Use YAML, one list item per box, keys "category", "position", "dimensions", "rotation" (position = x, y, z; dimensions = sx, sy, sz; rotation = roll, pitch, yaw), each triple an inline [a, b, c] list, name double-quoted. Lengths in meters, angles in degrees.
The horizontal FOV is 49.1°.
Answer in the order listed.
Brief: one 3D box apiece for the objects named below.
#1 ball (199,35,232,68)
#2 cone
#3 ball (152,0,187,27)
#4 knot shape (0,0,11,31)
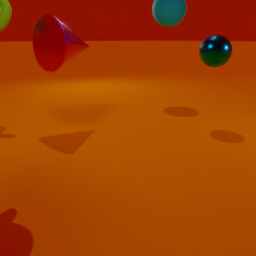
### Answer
- category: "ball"
  position: [2.508, -2.199, 8.035]
  dimensions: [0.912, 0.912, 0.912]
  rotation: [0, 19, 0]
- category: "cone"
  position: [-1.655, -2.361, 7.995]
  dimensions: [1.475, 1.475, 1.481]
  rotation: [15, 20, 37]
- category: "ball"
  position: [1.561, -4.504, 10.591]
  dimensions: [1.279, 1.279, 1.279]
  rotation: [0, 19, 0]
- category: "knot shape"
  position: [-4.215, -3.472, 8.203]
  dimensions: [1.664, 0.821, 1.778]
  rotation: [27, 47, 4]
